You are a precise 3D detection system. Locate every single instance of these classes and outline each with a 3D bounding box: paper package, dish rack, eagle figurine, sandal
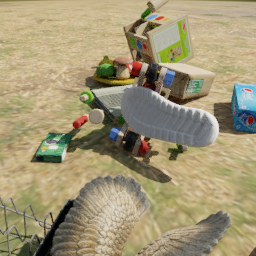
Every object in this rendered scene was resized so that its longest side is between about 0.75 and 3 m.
[{"bbox_3d":[1.831,-1.644,9.515,1.660,0.859,1.583,-11,29,-43],"label":"paper package"},{"bbox_3d":[-2.142,1.651,3.685,2.788,0.761,2.139,15,37,10],"label":"dish rack"},{"bbox_3d":[-0.082,1.580,3.242,1.696,1.687,2.235,29,74,-3],"label":"eagle figurine"},{"bbox_3d":[0.833,-0.184,6.273,2.584,1.052,0.635,28,14,38],"label":"sandal"}]

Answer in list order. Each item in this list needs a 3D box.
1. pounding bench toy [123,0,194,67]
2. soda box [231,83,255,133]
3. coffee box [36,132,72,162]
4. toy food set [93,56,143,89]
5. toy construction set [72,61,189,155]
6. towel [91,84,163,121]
[{"bbox_3d":[1.055,-4.092,11.552,1.859,2.992,2.334,-32,39,-14],"label":"pounding bench toy"},{"bbox_3d":[3.440,-0.654,8.202,0.646,0.683,2.014,8,30,14],"label":"soda box"},{"bbox_3d":[-1.745,0.446,6.728,0.613,0.219,0.997,1,30,1],"label":"coffee box"},{"bbox_3d":[-0.196,-2.249,10.440,1.709,0.949,2.905,-18,26,-32],"label":"toy food set"},{"bbox_3d":[0.083,-0.541,7.225,2.634,2.197,2.024,-6,11,6],"label":"toy construction set"},{"bbox_3d":[0.091,-0.850,9.008,2.178,0.376,2.097,-11,34,-23],"label":"towel"}]
